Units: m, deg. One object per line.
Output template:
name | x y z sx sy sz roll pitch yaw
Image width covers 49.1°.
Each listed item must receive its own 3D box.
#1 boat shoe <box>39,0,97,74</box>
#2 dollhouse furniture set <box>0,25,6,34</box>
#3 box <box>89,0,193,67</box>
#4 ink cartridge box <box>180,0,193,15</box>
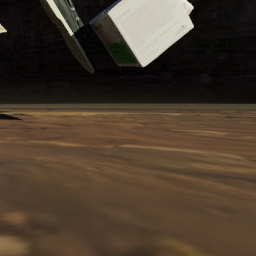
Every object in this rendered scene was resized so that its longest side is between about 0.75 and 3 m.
boat shoe | -1.574 -3.049 8.609 0.941 2.837 1.060 -41 27 -14
dollhouse furniture set | -3.021 -2.718 5.906 1.289 1.439 1.816 -41 20 8
box | 0.338 -3.189 8.609 2.118 1.814 2.107 -40 24 -9
ink cartridge box | 1.479 -4.386 10.510 1.751 1.283 0.725 -6 50 -50
